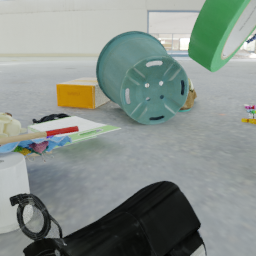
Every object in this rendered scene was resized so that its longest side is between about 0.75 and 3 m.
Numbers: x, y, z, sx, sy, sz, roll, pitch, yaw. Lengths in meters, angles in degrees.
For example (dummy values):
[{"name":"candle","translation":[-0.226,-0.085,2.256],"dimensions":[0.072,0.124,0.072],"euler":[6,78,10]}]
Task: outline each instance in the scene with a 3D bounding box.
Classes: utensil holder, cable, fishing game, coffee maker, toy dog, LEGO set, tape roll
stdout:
[{"name":"utensil holder","translation":[-1.749,0.856,3.879],"dimensions":[0.755,0.888,0.755],"euler":[0,15,0]},{"name":"cable","translation":[-2.148,-0.163,8.288],"dimensions":[1.317,0.335,1.074],"euler":[-5,17,-19]},{"name":"fishing game","translation":[-1.911,0.482,4.759],"dimensions":[1.988,0.432,2.777],"euler":[-9,-7,-29]},{"name":"coffee maker","translation":[-0.037,1.010,2.504],"dimensions":[0.974,1.389,1.446],"euler":[-7,7,39]},{"name":"toy dog","translation":[-3.292,-0.119,7.544],"dimensions":[0.981,0.706,1.012],"euler":[-4,14,-31]},{"name":"LEGO set","translation":[3.865,-0.381,8.955],"dimensions":[0.440,0.409,1.072],"euler":[2,23,19]},{"name":"tape roll","translation":[2.314,-2.447,5.830],"dimensions":[0.637,2.650,2.650],"euler":[40,32,18]}]

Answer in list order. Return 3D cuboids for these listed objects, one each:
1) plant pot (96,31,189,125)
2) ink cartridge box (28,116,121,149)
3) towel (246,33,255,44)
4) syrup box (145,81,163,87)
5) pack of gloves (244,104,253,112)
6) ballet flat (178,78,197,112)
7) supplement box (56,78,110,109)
[{"name":"plant pot","translation":[0.497,-1.594,9.355],"dimensions":[2.866,2.866,2.807],"euler":[-3,25,-11]},{"name":"ink cartridge box","translation":[-1.342,0.162,6.915],"dimensions":[1.457,0.480,2.002],"euler":[-16,23,-42]},{"name":"towel","translation":[3.543,-2.581,6.932],"dimensions":[0.863,0.142,1.193],"euler":[-31,-6,-16]},{"name":"syrup box","translation":[1.616,-2.731,15.637],"dimensions":[2.593,1.056,1.021],"euler":[-14,22,-34]},{"name":"pack of gloves","translation":[5.118,-0.802,10.505],"dimensions":[1.292,0.303,1.537],"euler":[6,17,16]},{"name":"ballet flat","translation":[2.261,-1.478,11.370],"dimensions":[1.013,1.080,2.986],"euler":[0,16,16]},{"name":"supplement box","translation":[-1.675,-1.519,11.770],"dimensions":[1.600,0.933,2.539],"euler":[5,17,16]}]
